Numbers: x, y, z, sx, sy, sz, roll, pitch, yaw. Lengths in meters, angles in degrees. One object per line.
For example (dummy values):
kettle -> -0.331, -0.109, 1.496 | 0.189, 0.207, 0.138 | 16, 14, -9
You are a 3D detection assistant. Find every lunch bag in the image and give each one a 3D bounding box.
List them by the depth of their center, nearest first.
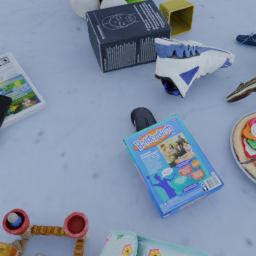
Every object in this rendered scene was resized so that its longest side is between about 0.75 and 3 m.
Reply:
lunch bag -> 0.255, 2.856, 4.793 | 2.142, 1.306, 1.825 | 8, 58, 25

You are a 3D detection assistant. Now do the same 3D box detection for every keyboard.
keyboard -> -3.961, -0.171, 7.366 | 1.203, 0.195, 1.893 | 19, 65, -10

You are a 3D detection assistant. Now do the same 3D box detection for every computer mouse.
computer mouse -> 0.766, -0.016, 7.559 | 1.208, 0.396, 1.720 | -9, 56, -5

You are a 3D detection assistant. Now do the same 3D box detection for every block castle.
block castle -> -1.703, 2.835, 5.045 | 1.741, 1.223, 2.606 | 3, 55, 3

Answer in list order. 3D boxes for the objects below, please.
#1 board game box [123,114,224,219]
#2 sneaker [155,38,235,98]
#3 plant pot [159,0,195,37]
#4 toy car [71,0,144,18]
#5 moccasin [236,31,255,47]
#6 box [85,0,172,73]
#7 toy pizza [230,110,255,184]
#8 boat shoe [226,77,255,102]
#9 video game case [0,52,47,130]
board game box -> 1.014, 0.847, 6.700 | 1.575, 0.466, 2.071 | -24, 64, -8
sneaker -> 1.750, -1.732, 8.290 | 2.711, 1.566, 1.095 | -5, 29, -33
plant pot -> 1.618, -4.048, 10.070 | 1.027, 1.020, 1.050 | -22, 52, -15
toy car -> -0.595, -5.221, 10.149 | 2.871, 2.153, 2.513 | 24, 58, 16
moccasin -> 4.423, -3.113, 9.718 | 1.249, 0.426, 0.503 | 10, 56, 7
box -> -0.013, -3.017, 9.146 | 2.315, 1.239, 1.718 | -14, 56, -10
toy pizza -> 4.088, 0.474, 7.037 | 2.891, 0.458, 2.891 | -1, 51, 2
boat shoe -> 3.317, -1.121, 8.028 | 1.102, 0.407, 0.408 | -28, 64, 34
video game case -> -4.173, -0.894, 8.152 | 2.724, 0.300, 2.483 | -30, 65, -21
